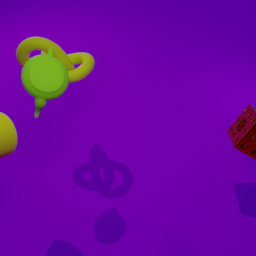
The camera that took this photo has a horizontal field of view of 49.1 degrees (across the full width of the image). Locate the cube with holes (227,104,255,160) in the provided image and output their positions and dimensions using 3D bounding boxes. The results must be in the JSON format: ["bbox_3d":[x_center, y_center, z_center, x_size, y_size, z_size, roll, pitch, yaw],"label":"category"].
[{"bbox_3d":[2.980,0.134,6.477,0.855,0.855,0.855,29,26,-7],"label":"cube with holes"}]

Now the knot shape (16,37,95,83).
[{"bbox_3d":[-1.710,-1.550,6.386,1.574,0.777,1.682,11,12,-34],"label":"knot shape"}]

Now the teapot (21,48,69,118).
[{"bbox_3d":[-1.551,-0.859,5.196,0.831,0.654,1.337,12,81,-22],"label":"teapot"}]

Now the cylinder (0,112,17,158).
[{"bbox_3d":[-2.503,0.190,4.805,0.820,0.820,0.820,29,24,21],"label":"cylinder"}]
